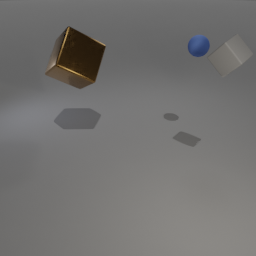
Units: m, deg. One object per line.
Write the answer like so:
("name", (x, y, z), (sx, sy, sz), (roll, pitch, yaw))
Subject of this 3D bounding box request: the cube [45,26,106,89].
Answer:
("cube", (-1.808, -2.311, 9.546), (1.400, 1.400, 1.400), (21, -12, -28))

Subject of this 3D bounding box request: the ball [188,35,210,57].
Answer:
("ball", (2.318, -2.691, 9.193), (0.700, 0.700, 0.700), (0, 28, 0))

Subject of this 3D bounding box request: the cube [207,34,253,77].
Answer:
("cube", (2.684, -1.900, 7.374), (0.700, 0.700, 0.700), (-38, 0, -33))
